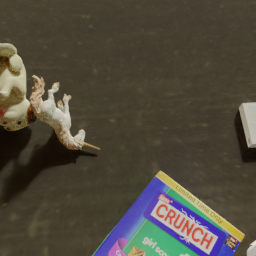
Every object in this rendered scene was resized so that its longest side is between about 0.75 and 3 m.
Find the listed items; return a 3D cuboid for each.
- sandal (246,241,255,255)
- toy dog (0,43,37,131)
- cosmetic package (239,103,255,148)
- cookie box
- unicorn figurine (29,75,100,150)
[{"bbox_3d":[3.470,3.008,6.924,1.657,0.475,0.635,-11,75,-27],"label":"sandal"},{"bbox_3d":[-3.463,-0.957,7.900,1.493,2.075,2.140,-16,90,-1],"label":"toy dog"},{"bbox_3d":[3.912,-0.109,8.198,0.989,0.339,1.312,-3,68,1],"label":"cosmetic package"},{"bbox_3d":[0.836,2.908,6.577,2.448,1.075,2.862,36,72,15],"label":"cookie box"},{"bbox_3d":[-1.895,-0.325,7.786,0.857,2.321,1.594,-25,54,31],"label":"unicorn figurine"}]
